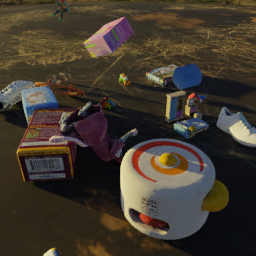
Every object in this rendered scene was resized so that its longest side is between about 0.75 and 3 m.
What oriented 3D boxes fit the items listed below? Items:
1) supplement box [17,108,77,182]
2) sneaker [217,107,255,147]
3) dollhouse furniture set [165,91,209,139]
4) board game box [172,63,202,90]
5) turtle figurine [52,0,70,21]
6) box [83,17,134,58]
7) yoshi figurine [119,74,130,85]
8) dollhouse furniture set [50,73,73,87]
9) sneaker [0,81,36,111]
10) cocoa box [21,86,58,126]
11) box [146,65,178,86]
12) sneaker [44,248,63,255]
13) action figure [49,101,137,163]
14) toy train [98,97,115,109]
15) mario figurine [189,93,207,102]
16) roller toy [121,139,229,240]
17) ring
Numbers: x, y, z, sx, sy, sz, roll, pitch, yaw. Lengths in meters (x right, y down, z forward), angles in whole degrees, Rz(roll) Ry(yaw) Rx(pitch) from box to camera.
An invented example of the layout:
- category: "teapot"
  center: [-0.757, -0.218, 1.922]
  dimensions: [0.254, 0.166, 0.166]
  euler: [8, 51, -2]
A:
- category: "supplement box"
  center: [-2.617, 0.453, 9.737]
  dimensions: [1.565, 1.215, 2.837]
  euler: [-2, 31, -3]
- category: "sneaker"
  center: [4.394, -0.095, 10.877]
  dimensions: [0.840, 0.988, 2.232]
  euler: [-17, 35, -28]
- category: "dollhouse furniture set"
  center: [2.679, -0.637, 11.560]
  dimensions: [1.754, 1.212, 1.858]
  euler: [-17, 36, -25]
- category: "board game box"
  center: [2.499, -2.207, 11.866]
  dimensions: [1.218, 0.962, 0.237]
  euler: [-14, 22, 18]
- category: "turtle figurine"
  center: [-2.675, -4.876, 11.403]
  dimensions: [0.681, 0.909, 0.458]
  euler: [30, 3, -4]
- category: "box"
  center: [-0.813, -3.799, 11.805]
  dimensions: [1.398, 0.768, 1.590]
  euler: [4, 47, 49]
- category: "yoshi figurine"
  center: [-0.224, -2.706, 15.882]
  dimensions: [0.478, 0.480, 0.854]
  euler: [-41, 52, 8]
- category: "dollhouse furniture set"
  center: [-3.783, -2.391, 15.451]
  dimensions: [1.061, 0.607, 1.244]
  euler: [14, 58, 23]
- category: "sneaker"
  center: [-5.578, -1.383, 13.164]
  dimensions: [2.780, 1.045, 1.127]
  euler: [-27, 51, -30]
- category: "cocoa box"
  center: [-3.681, -0.810, 11.783]
  dimensions: [1.281, 1.260, 1.920]
  euler: [-13, 34, -20]
- category: "box"
  center: [2.354, -3.126, 16.440]
  dimensions: [2.192, 0.413, 1.497]
  euler: [-22, 37, -32]
- category: "sneaker"
  center: [-1.385, 3.382, 5.605]
  dimensions: [0.838, 0.716, 1.901]
  euler: [-34, 40, -18]
- category: "action figure"
  center: [-0.898, 0.426, 8.943]
  dimensions: [1.668, 2.490, 1.854]
  euler: [-6, 43, 39]
- category: "toy train"
  center: [-1.041, -1.034, 13.063]
  dimensions: [0.563, 0.412, 0.973]
  euler: [26, 38, 14]
- category: "mario figurine"
  center: [3.418, -1.453, 13.878]
  dimensions: [0.838, 0.444, 0.517]
  euler: [6, -6, -11]
- category: "roller toy"
  center: [1.021, 1.484, 7.434]
  dimensions: [2.411, 1.847, 2.642]
  euler: [-10, 33, -16]
- category: "ring"
  center: [-3.201, -1.891, 13.297]
  dimensions: [2.382, 0.229, 2.382]
  euler: [7, -5, 1]
